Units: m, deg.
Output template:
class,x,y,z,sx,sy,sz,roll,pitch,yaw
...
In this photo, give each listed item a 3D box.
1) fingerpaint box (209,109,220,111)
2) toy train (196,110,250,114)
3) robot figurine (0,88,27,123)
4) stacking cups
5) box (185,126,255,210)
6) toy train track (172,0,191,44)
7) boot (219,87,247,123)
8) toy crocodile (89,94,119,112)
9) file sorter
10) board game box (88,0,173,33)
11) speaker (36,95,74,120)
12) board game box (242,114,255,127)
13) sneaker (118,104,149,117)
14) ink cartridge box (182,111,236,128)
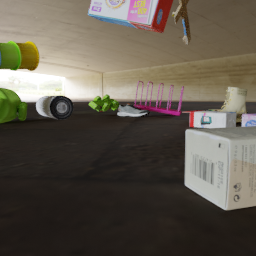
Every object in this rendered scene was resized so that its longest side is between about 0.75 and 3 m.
class,x,y,z,sx,sy,sz,roll,pitch,yaw
fingerpaint box,3.904,-0.591,11.468,0.925,0.339,0.772,-2,6,-12
toy train,3.559,-0.491,10.738,2.085,0.356,0.477,1,-6,13
robot figurine,-4.232,-0.748,9.208,1.761,1.161,2.007,22,5,-4
stacking cups,-3.282,-1.585,6.266,0.765,0.765,2.527,5,15,39
box,1.339,0.291,2.613,1.472,0.572,0.699,-2,7,-16
toy train track,1.747,-3.657,9.202,0.372,1.312,2.288,20,-18,27
boot,3.246,-0.770,9.290,1.521,1.182,0.554,-1,6,-7
toy crocodile,-1.357,-1.360,16.373,0.911,0.833,2.699,36,24,16
file sorter,1.524,-1.478,13.466,2.200,1.379,1.529,10,9,12
board game box,0.213,-3.002,5.125,1.664,2.174,0.438,26,15,34
speaker,-2.984,-0.861,11.208,0.934,0.934,2.299,-4,7,-30
board game box,4.035,-0.012,5.691,2.344,0.482,2.339,-1,7,-13
sneaker,0.212,-0.755,11.961,1.438,0.570,0.532,4,6,21
ink cartridge box,2.292,-0.251,7.984,1.324,0.445,0.769,6,9,41
